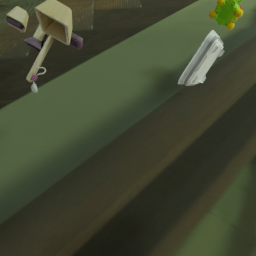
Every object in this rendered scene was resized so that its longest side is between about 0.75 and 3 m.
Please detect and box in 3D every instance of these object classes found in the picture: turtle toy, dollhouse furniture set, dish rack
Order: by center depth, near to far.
[{"bbox_3d":[1.090,-0.930,4.004,0.209,0.825,0.961,38,22,14],"label":"dish rack"},{"bbox_3d":[-2.084,-1.737,5.817,1.791,2.260,1.604,27,86,-10],"label":"dollhouse furniture set"},{"bbox_3d":[3.517,-4.133,9.631,0.988,1.355,0.685,38,53,7],"label":"turtle toy"}]
